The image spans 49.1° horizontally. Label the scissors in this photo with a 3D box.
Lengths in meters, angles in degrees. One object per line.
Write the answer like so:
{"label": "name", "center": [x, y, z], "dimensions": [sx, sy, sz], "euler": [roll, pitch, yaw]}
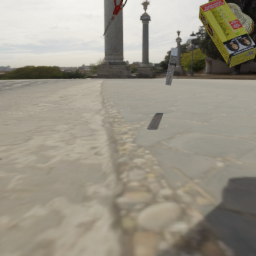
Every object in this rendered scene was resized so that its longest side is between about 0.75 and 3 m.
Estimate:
{"label": "scissors", "center": [-0.450, -4.133, 10.291], "dimensions": [0.633, 1.729, 0.120], "euler": [-26, 64, -41]}

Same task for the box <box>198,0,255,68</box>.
{"label": "box", "center": [2.612, -2.581, 7.479], "dimensions": [0.733, 1.947, 0.488], "euler": [-20, -26, 2]}

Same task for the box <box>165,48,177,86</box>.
{"label": "box", "center": [2.019, -2.854, 12.999], "dimensions": [0.294, 1.429, 1.114], "euler": [9, 35, 5]}

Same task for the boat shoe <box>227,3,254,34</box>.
{"label": "boat shoe", "center": [3.663, -3.820, 9.857], "dimensions": [0.612, 0.680, 1.884], "euler": [-18, 47, -2]}
